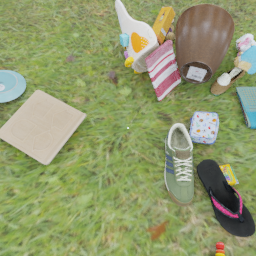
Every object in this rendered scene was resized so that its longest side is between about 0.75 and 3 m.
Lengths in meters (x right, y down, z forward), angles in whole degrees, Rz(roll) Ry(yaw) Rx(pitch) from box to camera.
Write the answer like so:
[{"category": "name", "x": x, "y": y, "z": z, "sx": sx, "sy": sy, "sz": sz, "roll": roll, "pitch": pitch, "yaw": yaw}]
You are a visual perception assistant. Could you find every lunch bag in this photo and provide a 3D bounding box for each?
[{"category": "lunch bag", "x": 2.914, "y": -0.043, "z": 10.805, "sx": 1.063, "sy": 0.501, "sz": 1.327, "roll": 5, "pitch": 57, "yaw": 24}]

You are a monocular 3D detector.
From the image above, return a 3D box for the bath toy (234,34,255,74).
[{"category": "bath toy", "x": 5.097, "y": -3.181, "z": 11.948, "sx": 1.012, "sy": 1.191, "sz": 2.739, "roll": 47, "pitch": 32, "yaw": -11}]

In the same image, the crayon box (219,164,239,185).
[{"category": "crayon box", "x": 3.345, "y": 1.732, "z": 10.001, "sx": 1.130, "sy": 0.291, "sz": 0.711, "roll": -11, "pitch": 62, "yaw": -6}]

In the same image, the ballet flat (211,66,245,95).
[{"category": "ballet flat", "x": 4.319, "y": -2.163, "z": 11.914, "sx": 1.996, "sy": 0.722, "sz": 0.677, "roll": -33, "pitch": 66, "yaw": -17}]

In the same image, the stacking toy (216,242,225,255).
[{"category": "stacking toy", "x": 2.863, "y": 4.036, "z": 8.691, "sx": 0.410, "sy": 0.410, "sz": 0.961, "roll": 7, "pitch": 57, "yaw": 4}]

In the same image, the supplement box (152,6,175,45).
[{"category": "supplement box", "x": 1.591, "y": -4.785, "z": 13.090, "sx": 0.575, "sy": 0.595, "sz": 1.730, "roll": 18, "pitch": 81, "yaw": 40}]

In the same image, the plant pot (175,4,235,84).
[{"category": "plant pot", "x": 2.888, "y": -3.090, "z": 11.147, "sx": 2.405, "sy": 2.405, "sz": 2.574, "roll": 13, "pitch": 60, "yaw": 7}]

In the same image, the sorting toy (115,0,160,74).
[{"category": "sorting toy", "x": 0.292, "y": -3.833, "z": 11.567, "sx": 1.569, "sy": 2.937, "sz": 2.643, "roll": -26, "pitch": 82, "yaw": 14}]

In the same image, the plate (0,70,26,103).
[{"category": "plate", "x": -5.335, "y": -1.861, "z": 11.788, "sx": 1.972, "sy": 0.252, "sz": 1.972, "roll": 6, "pitch": 51, "yaw": -7}]

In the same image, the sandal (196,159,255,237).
[{"category": "sandal", "x": 3.215, "y": 2.318, "z": 9.276, "sx": 1.057, "sy": 0.634, "sz": 2.814, "roll": -26, "pitch": 76, "yaw": -10}]

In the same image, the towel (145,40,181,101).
[{"category": "towel", "x": 1.446, "y": -2.233, "z": 11.099, "sx": 1.465, "sy": 2.034, "sz": 0.231, "roll": -43, "pitch": 43, "yaw": -21}]

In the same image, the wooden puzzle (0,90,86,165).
[{"category": "wooden puzzle", "x": -3.293, "y": -0.049, "z": 10.850, "sx": 2.675, "sy": 0.619, "sz": 2.477, "roll": 25, "pitch": 64, "yaw": 18}]

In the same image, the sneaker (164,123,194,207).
[{"category": "sneaker", "x": 1.781, "y": 1.145, "z": 9.749, "sx": 0.965, "sy": 1.292, "sz": 2.879, "roll": -1, "pitch": 61, "yaw": -1}]

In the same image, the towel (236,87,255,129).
[{"category": "towel", "x": 5.920, "y": -0.889, "z": 11.456, "sx": 2.679, "sy": 0.291, "sz": 1.965, "roll": -3, "pitch": 62, "yaw": -4}]

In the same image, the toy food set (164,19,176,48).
[{"category": "toy food set", "x": 2.656, "y": -4.396, "z": 13.315, "sx": 1.736, "sy": 0.430, "sz": 2.732, "roll": -38, "pitch": 68, "yaw": -19}]
